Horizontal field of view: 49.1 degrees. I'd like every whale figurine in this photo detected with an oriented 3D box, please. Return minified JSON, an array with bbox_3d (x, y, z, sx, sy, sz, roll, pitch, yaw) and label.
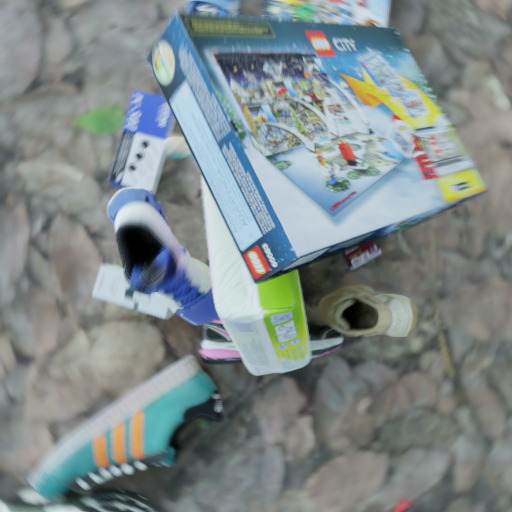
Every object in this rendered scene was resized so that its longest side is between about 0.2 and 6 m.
[{"bbox_3d":[-1.075,-1.520,8.117,0.560,0.445,0.290,26,123,20],"label":"whale figurine"}]

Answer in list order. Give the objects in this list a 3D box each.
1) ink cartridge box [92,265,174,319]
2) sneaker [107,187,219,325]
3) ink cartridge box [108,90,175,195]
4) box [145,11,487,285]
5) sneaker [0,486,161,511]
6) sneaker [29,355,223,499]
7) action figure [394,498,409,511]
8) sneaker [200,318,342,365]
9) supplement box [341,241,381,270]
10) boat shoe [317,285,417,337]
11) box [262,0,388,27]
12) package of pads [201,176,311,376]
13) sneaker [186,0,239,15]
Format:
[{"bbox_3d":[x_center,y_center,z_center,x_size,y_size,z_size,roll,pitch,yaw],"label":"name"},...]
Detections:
[{"bbox_3d":[-1.884,0.563,9.055,1.225,0.898,0.509,18,90,0],"label":"ink cartridge box"},{"bbox_3d":[-1.263,0.243,7.665,0.928,1.326,2.297,-31,116,6],"label":"sneaker"},{"bbox_3d":[-1.915,-1.935,9.583,0.764,0.359,1.624,14,85,0],"label":"ink cartridge box"},{"bbox_3d":[1.074,-1.623,7.365,4.326,0.815,2.955,-18,77,-42],"label":"box"},{"bbox_3d":[-2.645,4.394,8.765,2.746,1.056,1.217,6,94,7],"label":"sneaker"},{"bbox_3d":[-1.958,2.945,8.726,3.152,1.125,1.260,-35,81,-5],"label":"sneaker"},{"bbox_3d":[1.924,4.774,8.697,0.610,0.925,1.868,40,88,4],"label":"action figure"},{"bbox_3d":[0.263,1.150,9.041,2.362,0.949,1.020,-2,73,-6],"label":"sneaker"},{"bbox_3d":[1.598,-0.340,9.455,0.556,0.311,1.021,-30,84,-3],"label":"supplement box"},{"bbox_3d":[1.382,0.774,7.999,0.661,2.048,0.730,2,85,-25],"label":"boat shoe"},{"bbox_3d":[1.163,-4.167,9.686,2.099,0.579,3.074,6,85,1],"label":"box"},{"bbox_3d":[-0.007,-0.089,7.992,1.062,2.407,3.115,-10,60,5],"label":"package of pads"},{"bbox_3d":[-0.758,-4.162,9.510,0.851,0.947,2.302,2,83,2],"label":"sneaker"}]
